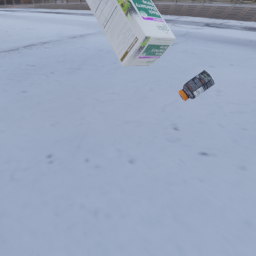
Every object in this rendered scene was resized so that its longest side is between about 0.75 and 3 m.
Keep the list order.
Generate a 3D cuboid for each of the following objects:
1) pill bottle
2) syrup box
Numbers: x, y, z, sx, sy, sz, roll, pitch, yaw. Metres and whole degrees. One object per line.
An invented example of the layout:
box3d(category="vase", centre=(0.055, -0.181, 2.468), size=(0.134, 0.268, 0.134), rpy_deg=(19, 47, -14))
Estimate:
box3d(category="pill bottle", centre=(1.612, -0.986, 6.707), size=(0.825, 0.438, 0.438), rpy_deg=(-35, 32, 5))
box3d(category="syrup box", centre=(-0.074, -3.136, 7.600), size=(1.150, 1.189, 2.921), rpy_deg=(-13, 67, -40))
